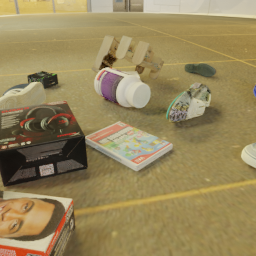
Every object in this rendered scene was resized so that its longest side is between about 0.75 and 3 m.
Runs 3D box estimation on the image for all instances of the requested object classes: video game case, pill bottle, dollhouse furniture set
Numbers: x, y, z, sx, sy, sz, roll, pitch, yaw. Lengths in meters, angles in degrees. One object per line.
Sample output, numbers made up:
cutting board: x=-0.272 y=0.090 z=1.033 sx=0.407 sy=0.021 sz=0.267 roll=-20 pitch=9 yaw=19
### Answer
video game case: x=-0.024 y=0.417 z=7.829 sx=2.068 sy=0.180 sz=1.478 roll=24 pitch=36 yaw=38
pill bottle: x=-0.201 y=-1.453 z=10.340 sx=1.179 sy=1.179 sz=2.117 roll=-21 pitch=34 yaw=-35
dollhouse furniture set: x=-0.039 y=-2.838 z=12.395 sx=2.555 sy=1.697 sz=2.239 roll=24 pitch=3 yaw=22

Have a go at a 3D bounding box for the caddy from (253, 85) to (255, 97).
caddy: x=5.768 y=-1.534 z=10.337 sx=1.809 sy=1.343 sz=2.559 roll=30 pitch=49 yaw=21

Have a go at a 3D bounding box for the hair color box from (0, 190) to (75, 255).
hair color box: x=-2.215 y=1.698 z=4.759 sx=2.351 sy=0.720 sz=1.193 roll=5 pitch=27 yaw=8

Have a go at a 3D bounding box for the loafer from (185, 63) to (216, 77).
loafer: x=3.660 y=-2.952 z=13.932 sx=1.717 sy=0.617 sz=0.540 roll=22 pitch=29 yaw=40

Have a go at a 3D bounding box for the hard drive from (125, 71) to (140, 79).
hard drive: x=-0.089 y=-2.385 z=12.816 sx=1.134 sy=0.144 sz=0.748 roll=-3 pitch=34 yaw=-10

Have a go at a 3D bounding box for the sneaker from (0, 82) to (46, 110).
sneaker: x=-3.920 y=-0.742 z=9.331 sx=1.191 sy=1.056 sz=2.817 roll=-3 pitch=22 yaw=17

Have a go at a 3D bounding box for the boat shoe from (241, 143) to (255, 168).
boat shoe: x=4.318 y=0.497 z=6.713 sx=2.957 sy=1.053 sz=1.032 roll=4 pitch=28 yaw=7

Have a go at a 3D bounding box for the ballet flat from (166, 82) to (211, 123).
ballet flat: x=2.238 y=-0.876 z=9.504 sx=1.005 sy=1.005 sz=2.793 roll=14 pitch=31 yaw=26

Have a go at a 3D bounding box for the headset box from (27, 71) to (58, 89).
headset box: x=-3.742 y=-2.128 z=12.423 sx=1.033 sy=0.479 sz=0.899 roll=16 pitch=31 yaw=28

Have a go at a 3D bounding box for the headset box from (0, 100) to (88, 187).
headset box: x=-2.349 y=0.186 z=7.376 sx=1.964 sy=0.991 sz=2.643 roll=-10 pitch=29 yaw=-19
